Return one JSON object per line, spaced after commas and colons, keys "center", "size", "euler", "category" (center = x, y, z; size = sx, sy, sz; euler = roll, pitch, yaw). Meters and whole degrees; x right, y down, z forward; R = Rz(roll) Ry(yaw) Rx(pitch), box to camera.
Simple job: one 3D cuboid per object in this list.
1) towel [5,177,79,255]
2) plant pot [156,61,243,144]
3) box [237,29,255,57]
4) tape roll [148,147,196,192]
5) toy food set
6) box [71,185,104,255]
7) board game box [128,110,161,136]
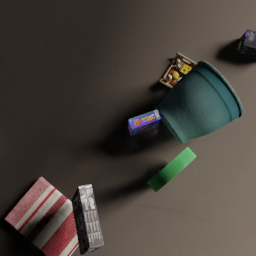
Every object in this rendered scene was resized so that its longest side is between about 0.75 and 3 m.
{"center": [-2.623, 3.144, 9.514], "size": [2.508, 0.285, 1.806], "euler": [39, 80, 5], "category": "towel"}
{"center": [2.181, -0.654, 9.311], "size": [2.128, 2.265, 2.265], "euler": [-37, 82, 4], "category": "plant pot"}
{"center": [4.800, -3.098, 10.446], "size": [1.143, 0.606, 0.699], "euler": [17, 80, 3], "category": "box"}
{"center": [1.407, 1.342, 9.022], "size": [1.760, 1.760, 0.423], "euler": [-40, 79, -7], "category": "tape roll"}
{"center": [1.901, -2.014, 10.355], "size": [0.964, 0.406, 1.343], "euler": [32, 81, 5], "category": "toy food set"}
{"center": [-1.248, 2.720, 8.283], "size": [0.429, 1.360, 1.725], "euler": [-4, 61, -24], "category": "box"}
{"center": [0.525, -0.143, 9.475], "size": [0.997, 1.483, 0.332], "euler": [-19, 80, -4], "category": "board game box"}
